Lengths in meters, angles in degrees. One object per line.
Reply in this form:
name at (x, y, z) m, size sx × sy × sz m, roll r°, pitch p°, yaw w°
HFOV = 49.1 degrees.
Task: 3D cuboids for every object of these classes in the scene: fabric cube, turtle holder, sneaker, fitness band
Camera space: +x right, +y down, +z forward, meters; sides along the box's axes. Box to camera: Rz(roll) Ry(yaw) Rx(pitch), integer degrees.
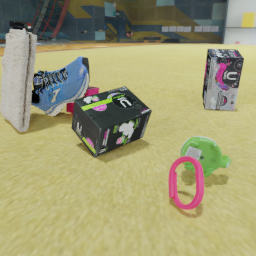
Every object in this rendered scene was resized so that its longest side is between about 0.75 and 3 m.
fabric cube at (-1.474, -0.932, 9.191) m, size 0.816 × 0.829 × 0.831 m, roll 8°, pitch 15°, yaw 18°
turtle holder at (1.435, 0.462, 5.205) m, size 0.917 × 0.697 × 0.651 m, roll -9°, pitch 12°, yaw 9°
sneaker at (-2.071, -1.208, 8.073) m, size 1.175 × 1.035 × 2.635 m, roll 19°, pitch -39°, yaw -41°
fitness band at (0.923, 0.866, 4.453) m, size 0.158 × 0.842 × 0.605 m, roll 23°, pitch -31°, yaw -39°

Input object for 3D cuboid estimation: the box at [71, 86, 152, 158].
box at (-0.406, -0.194, 6.580) m, size 1.484 × 0.923 × 1.102 m, roll -21°, pitch 53°, yaw -35°

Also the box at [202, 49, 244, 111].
box at (3.223, -1.669, 9.649) m, size 1.062 × 1.851 × 1.223 m, roll 3°, pitch 30°, yaw 8°

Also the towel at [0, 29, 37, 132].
towel at (-3.122, -1.368, 7.827) m, size 0.465 × 2.698 × 1.788 m, roll -1°, pitch 16°, yaw -37°
